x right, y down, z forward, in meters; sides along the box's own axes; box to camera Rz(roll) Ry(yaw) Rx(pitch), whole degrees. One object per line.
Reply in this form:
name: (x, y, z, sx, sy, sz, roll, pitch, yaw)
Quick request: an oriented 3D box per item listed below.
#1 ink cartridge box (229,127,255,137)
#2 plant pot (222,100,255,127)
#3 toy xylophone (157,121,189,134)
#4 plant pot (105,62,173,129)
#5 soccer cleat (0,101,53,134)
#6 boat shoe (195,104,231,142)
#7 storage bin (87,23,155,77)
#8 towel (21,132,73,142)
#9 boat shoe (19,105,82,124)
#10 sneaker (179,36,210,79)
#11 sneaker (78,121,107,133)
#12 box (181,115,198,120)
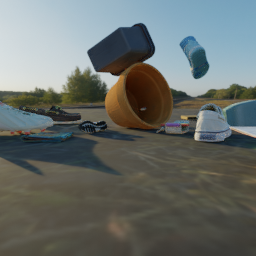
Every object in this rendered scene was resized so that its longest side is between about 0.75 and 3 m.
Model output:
ink cartridge box: (2.522, 0.302, 3.132, 2.105, 0.471, 1.855, 0, 6, -6)
plant pot: (3.515, -0.367, 8.828, 0.941, 0.924, 0.922, -6, 4, 11)
toy xylophone: (1.308, -0.030, 8.002, 0.904, 0.310, 1.235, 1, 5, 15)
plant pot: (0.233, -0.898, 9.321, 2.135, 2.135, 1.494, -4, -10, -42)
soccer cleat: (-3.254, -0.302, 7.596, 2.382, 0.924, 0.825, -1, 5, -17)
boat shoe: (2.084, -0.194, 6.914, 0.829, 0.816, 2.338, 2, 5, 24)
storage bin: (-0.292, -2.452, 9.229, 1.968, 1.432, 1.322, -24, 0, 35)
towel: (-1.833, 0.186, 6.533, 0.924, 0.137, 1.260, 1, 5, 1)
boat shoe: (-3.062, -0.536, 11.254, 2.513, 0.757, 0.896, -2, 5, -26)
sneaker: (1.879, -2.073, 8.016, 0.551, 0.904, 1.384, -26, -30, 3)
sneaker: (-1.058, -0.008, 8.057, 0.388, 0.357, 0.969, -14, -10, 41)
box: (3.642, -0.550, 14.793, 1.417, 0.184, 1.734, -1, 5, 0)
